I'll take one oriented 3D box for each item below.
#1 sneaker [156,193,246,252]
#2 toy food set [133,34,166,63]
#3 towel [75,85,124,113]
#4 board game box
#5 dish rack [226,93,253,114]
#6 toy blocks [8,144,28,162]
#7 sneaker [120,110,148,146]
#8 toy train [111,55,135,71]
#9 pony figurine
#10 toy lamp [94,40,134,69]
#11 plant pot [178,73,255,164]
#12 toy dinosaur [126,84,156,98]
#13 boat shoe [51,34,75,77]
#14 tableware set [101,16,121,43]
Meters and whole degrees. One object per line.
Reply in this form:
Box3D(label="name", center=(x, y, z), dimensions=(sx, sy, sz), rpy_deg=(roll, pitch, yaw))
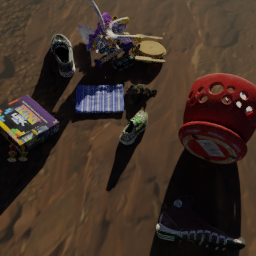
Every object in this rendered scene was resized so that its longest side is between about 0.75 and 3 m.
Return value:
Box3D(label="sneaker", center=(2.365, 2.948, 9.127), dimensions=(2.776, 1.050, 1.604), rpy_deg=(9, 54, 7))
Box3D(label="toy food set", center=(1.067, -3.834, 14.044), dimensions=(1.667, 0.485, 2.414), rpy_deg=(7, 46, -2))
Box3D(label="towel", center=(-1.255, -1.319, 12.423), dimensions=(2.126, 0.254, 1.540), rpy_deg=(-2, 57, -1))
Box3D(label="board game box", center=(-4.155, -0.214, 11.269), dimensions=(2.197, 0.623, 1.816), rpy_deg=(37, 53, 22))
Box3D(label="dish rack", center=(5.082, -1.142, 12.298), dimensions=(1.090, 0.277, 1.270), rpy_deg=(-21, 60, -14))
Box3D(label="toy blocks", center=(-4.263, 0.845, 10.926), dimensions=(0.740, 0.322, 0.888), rpy_deg=(-5, 58, -4))
Box3D(label="sneaker", center=(0.293, -0.134, 11.298), dimensions=(0.693, 0.798, 1.801), rpy_deg=(25, 60, 16))
Box3D(label="toy train", center=(-0.238, -3.214, 13.555), dimensions=(1.176, 0.501, 0.670), rpy_deg=(-31, 48, -19))
Box3D(label="pony figurine", center=(-1.099, -4.764, 13.831), dimensions=(2.817, 2.346, 2.720), rpy_deg=(-16, 66, -28))
Box3D(label="toy lamp", center=(-0.649, -3.580, 13.481), dimensions=(2.047, 0.596, 0.596), rpy_deg=(-35, 62, -7))
Box3D(label="plant pot", center=(3.262, -0.220, 10.294), dimensions=(2.727, 2.727, 2.484), rpy_deg=(22, 67, 14))
Box3D(label="toy dinosaur", center=(0.590, -1.721, 12.520), dimensions=(1.396, 0.537, 0.714), rpy_deg=(-9, 60, -4))
Box3D(label="boat shoe", center=(-3.248, -3.805, 13.639), dimensions=(1.051, 0.972, 2.846), rpy_deg=(-10, 57, -7))
Box3D(label="tableware set", center=(-0.912, -5.295, 15.038), dimensions=(1.377, 0.314, 2.044), rpy_deg=(5, 56, 3))
